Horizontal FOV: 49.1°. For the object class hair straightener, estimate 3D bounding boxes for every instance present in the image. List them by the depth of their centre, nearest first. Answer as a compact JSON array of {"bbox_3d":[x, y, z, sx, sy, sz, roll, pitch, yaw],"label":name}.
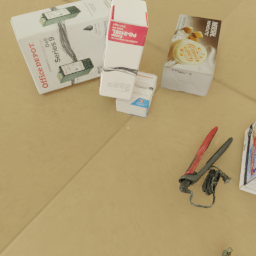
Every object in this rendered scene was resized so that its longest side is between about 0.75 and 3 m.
[{"bbox_3d":[1.840,0.848,5.985,0.971,0.516,2.524,37,38,11],"label":"hair straightener"}]

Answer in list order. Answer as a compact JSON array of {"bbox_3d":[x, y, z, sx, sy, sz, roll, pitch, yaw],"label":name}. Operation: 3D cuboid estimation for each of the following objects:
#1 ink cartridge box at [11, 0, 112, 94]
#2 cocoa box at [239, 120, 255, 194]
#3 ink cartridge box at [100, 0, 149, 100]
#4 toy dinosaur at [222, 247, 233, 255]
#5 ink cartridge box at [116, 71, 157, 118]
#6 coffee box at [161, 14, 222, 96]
[{"bbox_3d":[-1.538,-2.232,7.653,2.600,1.898,1.093,-20,54,-11],"label":"ink cartridge box"},{"bbox_3d":[3.289,0.633,6.242,1.103,1.086,1.654,17,63,6],"label":"cocoa box"},{"bbox_3d":[-0.143,-1.871,6.693,0.823,1.951,1.413,8,44,-7],"label":"ink cartridge box"},{"bbox_3d":[2.012,2.811,5.373,0.491,0.265,1.115,1,83,-29],"label":"toy dinosaur"},{"bbox_3d":[0.254,-0.965,7.750,0.855,0.498,1.182,15,58,9],"label":"ink cartridge box"},{"bbox_3d":[1.896,-2.199,8.288,1.343,0.936,2.349,14,58,9],"label":"coffee box"}]
